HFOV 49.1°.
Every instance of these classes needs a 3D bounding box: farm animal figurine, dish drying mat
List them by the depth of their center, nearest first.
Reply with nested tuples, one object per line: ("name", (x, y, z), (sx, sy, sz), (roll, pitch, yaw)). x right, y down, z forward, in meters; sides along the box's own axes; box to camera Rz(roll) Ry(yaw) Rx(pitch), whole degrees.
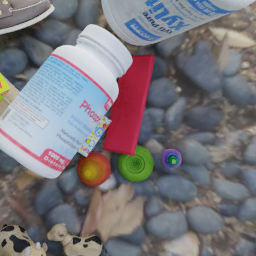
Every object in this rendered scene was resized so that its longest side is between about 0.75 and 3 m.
("farm animal figurine", (-1.898, 2.684, 5.769), (2.482, 2.509, 1.308), (14, 107, 26))
("dish drying mat", (0.032, -0.580, 6.747), (0.928, 0.220, 2.416), (9, 84, 34))

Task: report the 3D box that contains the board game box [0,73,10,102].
("board game box", (-3.144, -0.419, 5.524), (0.999, 1.967, 0.468), (-38, 99, -40))

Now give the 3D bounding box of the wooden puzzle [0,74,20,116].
("wooden puzzle", (-3.813, -0.468, 6.776), (2.058, 0.414, 2.224), (45, 85, -2))

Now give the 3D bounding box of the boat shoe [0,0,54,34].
("boat shoe", (-3.125, -2.690, 6.666), (2.657, 0.954, 0.791), (-18, 125, 1))

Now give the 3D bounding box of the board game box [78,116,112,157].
("board game box", (-0.934, 0.088, 6.666), (0.526, 0.536, 1.021), (36, 86, -15))

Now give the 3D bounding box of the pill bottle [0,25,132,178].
("pill bottle", (-1.224, -0.575, 5.670), (1.579, 1.579, 2.905), (36, 83, 3))

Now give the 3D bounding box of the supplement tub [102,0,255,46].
("supplement tub", (0.945, -2.889, 5.509), (1.942, 2.944, 1.942), (0, 89, -32))

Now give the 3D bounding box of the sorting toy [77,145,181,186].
("sorting toy", (-0.011, 0.878, 6.421), (2.530, 0.871, 0.877), (-8, 89, 3))
